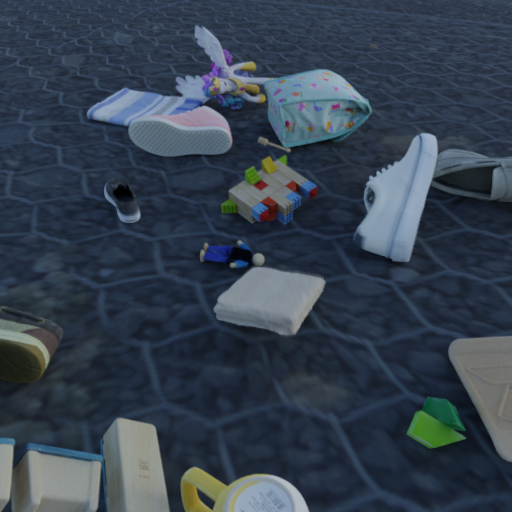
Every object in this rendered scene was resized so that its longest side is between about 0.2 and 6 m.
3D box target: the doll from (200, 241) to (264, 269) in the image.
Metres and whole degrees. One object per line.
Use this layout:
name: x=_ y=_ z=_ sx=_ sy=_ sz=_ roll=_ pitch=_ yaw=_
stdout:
doll: x=-0.409 y=-0.018 z=10.233 sx=1.142 sy=0.277 sz=0.779 roll=8 pitch=38 yaw=11

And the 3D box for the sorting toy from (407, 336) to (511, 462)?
sorting toy: x=3.355 y=1.871 z=7.427 sx=2.912 sy=0.429 sz=2.152 roll=-4 pitch=27 yaw=3

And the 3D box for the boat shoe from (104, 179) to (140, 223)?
boat shoe: x=-2.836 y=-1.300 z=11.739 sx=0.570 sy=0.540 sz=1.630 roll=-11 pitch=38 yaw=-18

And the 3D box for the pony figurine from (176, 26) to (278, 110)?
pony figurine: x=-0.899 y=-5.195 z=16.202 sx=2.563 sy=2.134 sz=2.474 roll=-13 pitch=45 yaw=-41

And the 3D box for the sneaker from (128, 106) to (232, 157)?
sneaker: x=-1.842 y=-3.150 z=13.965 sx=2.491 sy=0.938 sz=1.302 roll=3 pitch=38 yaw=-4

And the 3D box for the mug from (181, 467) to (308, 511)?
mug: x=-0.103 y=2.822 z=5.539 sx=1.520 sy=1.248 sz=1.217 roll=3 pitch=37 yaw=6

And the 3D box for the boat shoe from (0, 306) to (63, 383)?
boat shoe: x=-4.168 y=1.105 z=8.206 sx=2.794 sy=0.998 sz=0.918 roll=11 pitch=28 yaw=12

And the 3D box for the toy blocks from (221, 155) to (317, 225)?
toy blocks: x=0.373 y=-1.191 z=11.455 sx=1.839 sy=0.919 sz=1.257 roll=-36 pitch=57 yaw=-25

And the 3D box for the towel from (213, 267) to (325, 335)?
towel: x=0.246 y=0.670 z=8.806 sx=1.307 sy=0.340 sz=1.972 roll=10 pitch=20 yaw=19

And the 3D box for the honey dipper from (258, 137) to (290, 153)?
honey dipper: x=0.367 y=-2.233 z=11.322 sx=0.715 sy=0.136 sz=0.136 roll=24 pitch=42 yaw=22

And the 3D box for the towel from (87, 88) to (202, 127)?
towel: x=-3.114 y=-4.138 z=15.819 sx=2.766 sy=0.329 sz=2.031 roll=14 pitch=39 yaw=18

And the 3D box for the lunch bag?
lunch bag: x=1.570 y=-3.887 z=14.548 sx=2.378 sy=1.450 sz=2.026 roll=-12 pitch=37 yaw=-6

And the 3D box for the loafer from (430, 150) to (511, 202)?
loafer: x=5.156 y=-1.536 z=11.677 sx=3.079 sy=1.077 sz=1.075 roll=11 pitch=43 yaw=32

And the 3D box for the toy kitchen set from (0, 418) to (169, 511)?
toy kitchen set: x=-2.384 y=2.713 z=6.225 sx=2.143 sy=1.717 sz=1.262 roll=25 pitch=24 yaw=-32

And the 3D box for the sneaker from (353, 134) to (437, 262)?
sneaker: x=2.740 y=-1.341 z=10.908 sx=1.176 sy=1.213 sz=3.321 roll=16 pitch=50 yaw=14
